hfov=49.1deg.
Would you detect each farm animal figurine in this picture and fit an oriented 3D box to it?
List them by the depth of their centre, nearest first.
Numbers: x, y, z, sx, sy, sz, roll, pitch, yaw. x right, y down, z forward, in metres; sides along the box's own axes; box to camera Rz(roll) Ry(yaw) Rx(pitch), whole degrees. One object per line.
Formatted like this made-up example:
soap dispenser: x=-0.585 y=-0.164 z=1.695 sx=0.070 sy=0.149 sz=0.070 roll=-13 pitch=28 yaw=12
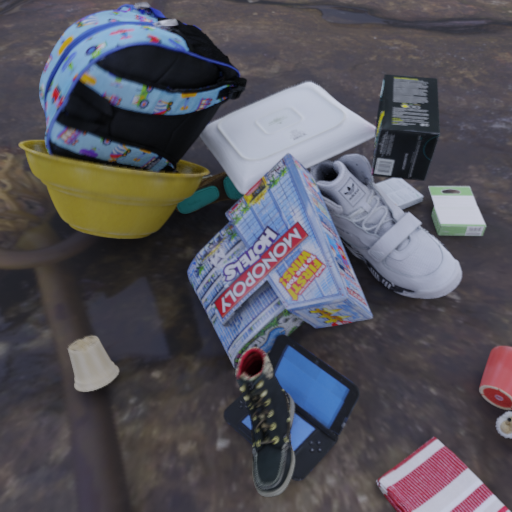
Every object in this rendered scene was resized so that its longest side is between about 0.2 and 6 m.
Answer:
farm animal figurine: x=4.606 y=2.694 z=8.574 sx=1.395 sy=0.735 sz=1.410 roll=-36 pitch=61 yaw=-17

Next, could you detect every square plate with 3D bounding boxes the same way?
square plate: x=0.542 y=-2.718 z=11.902 sx=3.084 sy=0.439 sz=3.055 roll=-25 pitch=40 yaw=-7

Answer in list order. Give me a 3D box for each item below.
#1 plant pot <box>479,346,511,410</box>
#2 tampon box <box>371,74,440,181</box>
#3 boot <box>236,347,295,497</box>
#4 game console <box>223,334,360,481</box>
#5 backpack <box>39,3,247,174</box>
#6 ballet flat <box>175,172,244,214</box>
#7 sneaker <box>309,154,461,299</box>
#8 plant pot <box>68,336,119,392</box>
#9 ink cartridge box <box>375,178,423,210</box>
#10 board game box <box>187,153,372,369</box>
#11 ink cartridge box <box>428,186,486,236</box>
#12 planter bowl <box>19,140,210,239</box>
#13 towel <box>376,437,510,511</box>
plant pot: x=4.108 y=2.040 z=9.175 sx=0.856 sy=0.856 sz=0.757 roll=27 pitch=61 yaw=26
tampon box: x=2.686 y=-2.328 z=10.152 sx=0.981 sy=1.164 sz=1.554 roll=7 pitch=52 yaw=7
boot: x=0.075 y=2.335 z=8.047 sx=0.643 sy=1.346 sz=1.782 roll=-13 pitch=33 yaw=18
game console: x=0.507 y=2.308 z=8.718 sx=1.669 sy=0.988 sz=1.425 roll=32 pitch=51 yaw=30
backpack: x=-2.583 y=-3.198 z=10.923 sx=2.470 sy=3.352 sz=3.672 roll=53 pitch=30 yaw=17
ballet flat: x=-0.838 y=-1.639 z=12.974 sx=2.358 sy=0.800 sz=0.853 roll=-19 pitch=41 yaw=-4
sneaker: x=2.265 y=-0.646 z=10.832 sx=1.358 sy=2.078 sz=3.615 roll=-45 pitch=51 yaw=-2
plant pot: x=-2.764 y=1.746 z=9.316 sx=0.756 sy=0.692 sz=0.756 roll=-14 pitch=19 yaw=5
ink cartridge box: x=3.265 y=-1.449 z=13.221 sx=0.954 sy=0.207 sz=0.937 roll=-21 pitch=48 yaw=-18
board game box: x=0.356 y=0.342 z=9.559 sx=3.148 sy=0.971 sz=3.146 roll=-44 pitch=47 yaw=11
ink cartridge box: x=4.490 y=-1.029 z=12.680 sx=1.007 sy=0.332 sz=1.384 roll=0 pitch=44 yaw=0
planter bowl: x=-2.951 y=-1.308 z=11.643 sx=3.783 sy=1.575 sz=3.783 roll=10 pitch=14 yaw=-3
towel: x=2.786 y=3.585 z=7.947 sx=1.326 sy=0.209 sz=1.841 roll=-24 pitch=49 yaw=-25
